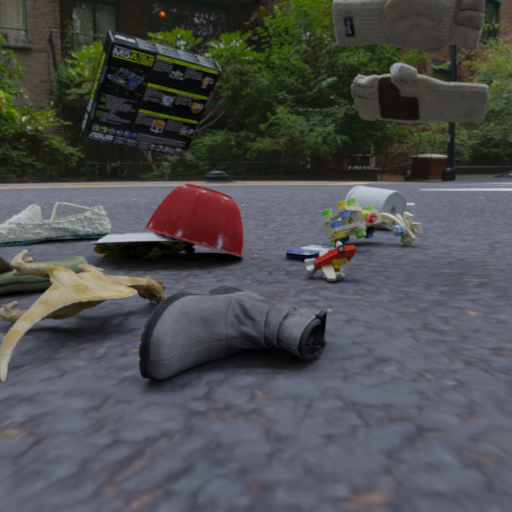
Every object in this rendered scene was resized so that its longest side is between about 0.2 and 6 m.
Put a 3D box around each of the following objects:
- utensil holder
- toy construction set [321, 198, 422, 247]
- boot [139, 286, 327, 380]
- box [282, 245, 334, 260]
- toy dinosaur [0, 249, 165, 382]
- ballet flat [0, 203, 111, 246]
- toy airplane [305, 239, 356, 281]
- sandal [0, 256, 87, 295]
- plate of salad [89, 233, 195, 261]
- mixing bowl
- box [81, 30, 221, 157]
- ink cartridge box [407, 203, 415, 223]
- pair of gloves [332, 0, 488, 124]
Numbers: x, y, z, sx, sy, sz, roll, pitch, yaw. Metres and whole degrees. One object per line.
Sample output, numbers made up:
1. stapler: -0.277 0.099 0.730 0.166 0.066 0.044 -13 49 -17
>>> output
1. utensil holder: 3.277 -1.312 15.390 1.141 1.141 1.343 -7 13 -36
2. toy construction set: 2.400 -0.725 12.167 2.272 1.047 1.490 4 -17 -24
3. boot: -0.093 0.699 5.155 1.257 0.666 1.909 10 17 24
4. box: 1.036 -0.048 10.769 0.649 0.174 1.071 7 11 39
5. toy dinosaur: -2.098 0.420 6.161 1.443 0.830 2.853 5 11 22
6. ballet flat: -4.770 -0.777 12.960 2.765 0.992 0.992 -6 12 -30
7. toy airplane: 1.161 0.149 8.907 0.780 0.553 0.783 -4 38 51
8. sandal: -3.829 0.122 7.696 1.207 0.868 3.041 9 13 43
9. plate of salad: -2.049 -0.154 10.502 2.074 0.498 2.074 -1 -1 0
10. mixing bowl: -1.031 -0.720 10.514 1.939 1.050 1.939 16 -1 0
11. box: -2.116 -3.121 11.174 2.238 2.161 0.532 4 41 -31
12. ink cartridge box: 4.050 -1.170 15.976 0.883 0.644 0.366 2 12 18
13. pair of gloves: 2.768 -3.429 9.872 2.476 0.510 2.912 5 -31 27
